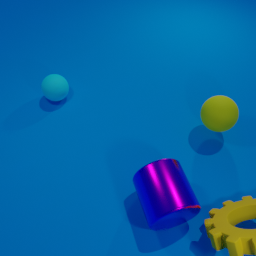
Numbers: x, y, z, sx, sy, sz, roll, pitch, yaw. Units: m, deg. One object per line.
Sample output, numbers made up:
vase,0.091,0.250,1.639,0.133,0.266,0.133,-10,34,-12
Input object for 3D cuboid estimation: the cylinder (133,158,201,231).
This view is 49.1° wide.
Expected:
cylinder,0.885,1.570,6.623,1.260,1.260,1.260,-14,55,-10

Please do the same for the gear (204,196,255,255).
gear,2.627,1.998,5.843,1.941,1.941,0.359,-17,97,-12

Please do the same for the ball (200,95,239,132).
ball,2.566,-0.400,7.878,1.027,1.027,1.027,0,54,0

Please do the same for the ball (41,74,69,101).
ball,-2.340,-1.292,8.991,0.857,0.857,0.857,0,54,0
